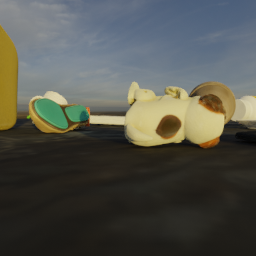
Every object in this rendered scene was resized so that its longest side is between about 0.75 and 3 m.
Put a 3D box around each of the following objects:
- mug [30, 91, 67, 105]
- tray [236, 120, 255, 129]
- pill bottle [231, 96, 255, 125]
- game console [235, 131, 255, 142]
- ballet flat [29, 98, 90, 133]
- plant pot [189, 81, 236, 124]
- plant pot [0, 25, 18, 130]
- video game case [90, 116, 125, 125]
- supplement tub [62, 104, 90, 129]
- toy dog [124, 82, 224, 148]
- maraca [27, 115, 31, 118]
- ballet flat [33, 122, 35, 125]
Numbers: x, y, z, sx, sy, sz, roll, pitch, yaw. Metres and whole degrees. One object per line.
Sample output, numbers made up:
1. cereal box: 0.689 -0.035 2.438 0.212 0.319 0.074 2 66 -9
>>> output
1. mug: -2.912 -0.705 9.936 1.179 1.034 0.871 27 -28 -3
2. tray: 4.376 -0.108 7.816 2.423 0.269 1.301 -1 3 -24
3. pill bottle: 4.811 -0.670 10.874 2.022 1.133 1.133 -1 2 -35
4. game console: 2.108 0.136 3.461 1.088 0.191 1.230 -4 2 -6
5. ballet flat: -1.591 -0.162 6.218 0.720 0.784 2.285 -28 -9 16
6. plant pot: 2.266 -0.506 7.628 1.352 1.352 1.173 1 19 15
7. plant pot: -3.998 -1.105 6.972 2.543 2.526 2.601 0 -3 2
8. video game case: 0.077 -0.302 10.710 2.776 0.319 2.530 3 3 9
9. supplement tub: -1.604 -0.306 7.623 1.094 0.670 0.670 -1 2 -13
10. toy dog: 0.528 -0.133 3.150 1.069 0.746 1.037 2 11 7
11. maraca: -4.798 -0.912 16.580 2.288 1.224 1.569 -15 -1 4
12. ballet flat: -3.737 -0.336 11.747 0.474 0.401 1.255 0 3 -10
